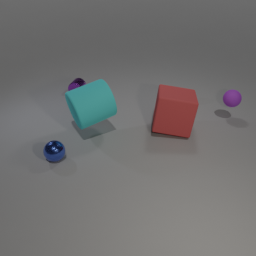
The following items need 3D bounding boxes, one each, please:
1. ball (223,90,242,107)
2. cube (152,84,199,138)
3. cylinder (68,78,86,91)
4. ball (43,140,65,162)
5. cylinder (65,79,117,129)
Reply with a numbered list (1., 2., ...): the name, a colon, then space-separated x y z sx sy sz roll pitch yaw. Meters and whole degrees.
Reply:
1. ball: 4.128 -1.171 11.096 0.700 0.700 0.700 0 32 0
2. cube: 1.722 -0.659 10.463 1.400 1.400 1.400 10 29 2
3. cylinder: -2.456 -1.983 13.563 0.700 0.700 0.700 5 31 9
4. ball: -2.396 0.749 9.120 0.700 0.700 0.700 0 32 0
5. cylinder: -1.312 -0.848 9.944 1.400 1.400 1.400 -25 38 -16
